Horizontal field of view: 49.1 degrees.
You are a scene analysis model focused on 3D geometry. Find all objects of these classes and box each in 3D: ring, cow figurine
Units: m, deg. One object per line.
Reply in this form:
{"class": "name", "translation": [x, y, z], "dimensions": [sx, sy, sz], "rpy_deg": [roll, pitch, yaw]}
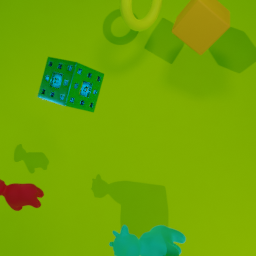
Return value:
{"class": "ring", "translation": [0.356, -3.187, 7.084], "dimensions": [0.283, 1.416, 1.416], "rpy_deg": [31, 72, 37]}
{"class": "cow figurine", "translation": [-2.091, 1.151, 5.094], "dimensions": [0.906, 0.891, 0.497], "rpy_deg": [-9, 46, 14]}
{"class": "cow figurine", "translation": [0.333, 2.017, 4.883], "dimensions": [1.138, 1.157, 0.635], "rpy_deg": [21, 107, 20]}

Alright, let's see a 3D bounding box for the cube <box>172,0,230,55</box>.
{"class": "cube", "translation": [1.850, -2.682, 7.074], "dimensions": [0.998, 0.998, 0.998], "rpy_deg": [34, 43, -12]}

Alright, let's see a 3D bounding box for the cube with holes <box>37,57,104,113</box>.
{"class": "cube with holes", "translation": [-1.027, -0.776, 5.089], "dimensions": [0.745, 0.745, 0.745], "rpy_deg": [18, 94, 33]}
